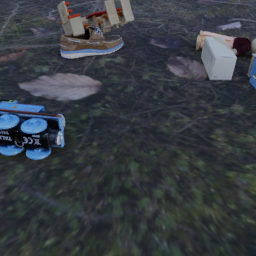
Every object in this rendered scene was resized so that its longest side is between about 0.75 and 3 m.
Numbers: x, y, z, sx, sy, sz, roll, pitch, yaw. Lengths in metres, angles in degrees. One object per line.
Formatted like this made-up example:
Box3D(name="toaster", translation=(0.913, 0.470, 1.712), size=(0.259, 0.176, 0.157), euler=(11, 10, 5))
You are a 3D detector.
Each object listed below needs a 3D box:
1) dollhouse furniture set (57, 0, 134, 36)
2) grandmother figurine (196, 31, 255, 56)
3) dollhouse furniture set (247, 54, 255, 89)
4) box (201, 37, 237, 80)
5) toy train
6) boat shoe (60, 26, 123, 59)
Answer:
Box3D(name="dollhouse furniture set", translation=(-1.407, -4.529, 11.301), size=(2.483, 1.293, 2.511), euler=(-24, 16, -29))
Box3D(name="grandmother figurine", translation=(4.116, -3.259, 10.915), size=(2.759, 0.836, 1.673), euler=(11, 50, 18))
Box3D(name="dollhouse furniture set", translation=(4.553, -1.807, 9.006), size=(1.095, 0.757, 1.160), euler=(-1, 38, -1))
Box3D(name="box", translation=(3.114, -2.462, 9.786), size=(0.721, 0.881, 1.855), euler=(2, 39, 1))
Box3D(name="toy train", translation=(-2.560, -0.035, 6.510), size=(2.352, 1.019, 1.344), euler=(5, 31, 6))
Box3D(name="boat shoe", translation=(-1.359, -3.409, 10.951), size=(2.615, 0.946, 0.945), euler=(-20, 41, -24))
